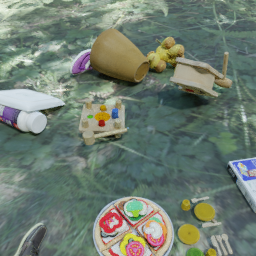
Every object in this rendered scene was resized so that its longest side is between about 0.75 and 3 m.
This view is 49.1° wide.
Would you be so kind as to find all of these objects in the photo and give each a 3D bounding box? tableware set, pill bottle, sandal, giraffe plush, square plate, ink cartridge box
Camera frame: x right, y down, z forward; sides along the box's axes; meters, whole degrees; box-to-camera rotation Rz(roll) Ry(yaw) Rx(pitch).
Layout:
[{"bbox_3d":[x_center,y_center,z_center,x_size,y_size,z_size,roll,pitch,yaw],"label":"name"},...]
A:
[{"bbox_3d":[1.665,2.371,6.594,1.070,0.244,1.589,-8,42,-5],"label":"tableware set"},{"bbox_3d":[-3.525,-0.399,9.345,1.590,0.886,0.886,21,45,24],"label":"pill bottle"},{"bbox_3d":[-1.558,-3.011,12.429,0.595,0.985,2.421,32,49,22],"label":"sandal"},{"bbox_3d":[1.452,-3.104,12.369,1.709,1.475,1.386,35,69,28],"label":"giraffe plush"},{"bbox_3d":[-3.638,-1.052,9.952,2.050,0.292,2.030,16,18,19],"label":"square plate"},{"bbox_3d":[3.772,1.440,7.597,1.563,0.367,1.545,-6,39,-9],"label":"ink cartridge box"}]

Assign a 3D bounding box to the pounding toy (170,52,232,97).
[{"bbox_3d":[2.611,-2.104,10.271,1.651,1.656,2.887,19,6,38],"label":"pounding toy"}]

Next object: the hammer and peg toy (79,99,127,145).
[{"bbox_3d":[-0.801,-0.119,9.153,1.524,0.730,2.071,1,40,-2],"label":"hammer and peg toy"}]

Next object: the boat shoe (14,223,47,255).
[{"bbox_3d":[-2.087,2.667,5.864,0.439,0.496,1.355,7,51,32],"label":"boat shoe"}]

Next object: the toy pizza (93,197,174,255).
[{"bbox_3d":[0.126,2.346,6.531,1.888,0.299,1.888,0,40,0],"label":"toy pizza"}]

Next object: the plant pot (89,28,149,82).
[{"bbox_3d":[-0.185,-2.806,11.623,2.059,1.919,1.919,35,50,23],"label":"plant pot"}]
